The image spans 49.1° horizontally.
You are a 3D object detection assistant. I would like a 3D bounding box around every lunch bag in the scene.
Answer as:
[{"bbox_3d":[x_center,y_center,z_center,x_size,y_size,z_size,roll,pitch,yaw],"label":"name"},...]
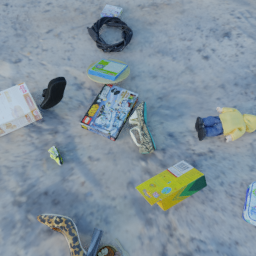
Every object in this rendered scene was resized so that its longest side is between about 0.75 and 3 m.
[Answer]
[{"bbox_3d":[4.355,2.501,9.077,1.124,0.577,1.399,18,61,9],"label":"lunch bag"}]

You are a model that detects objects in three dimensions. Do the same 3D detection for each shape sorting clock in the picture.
[{"bbox_3d":[-0.841,-2.436,11.994,1.854,0.364,1.854,1,41,-1],"label":"shape sorting clock"}]

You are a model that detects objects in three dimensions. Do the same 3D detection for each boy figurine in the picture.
[{"bbox_3d":[3.802,-0.184,10.563,2.418,0.779,1.504,-8,58,-6],"label":"boy figurine"}]

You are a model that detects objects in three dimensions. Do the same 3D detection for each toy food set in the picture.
[{"bbox_3d":[-0.605,3.911,8.444,1.133,0.227,0.782,-33,65,-18],"label":"toy food set"}]

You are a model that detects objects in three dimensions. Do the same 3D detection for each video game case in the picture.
[{"bbox_3d":[-0.834,-5.876,14.258,0.896,0.204,0.812,18,61,10],"label":"video game case"}]

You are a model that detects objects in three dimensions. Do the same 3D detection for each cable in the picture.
[{"bbox_3d":[-0.729,-4.398,13.249,1.907,0.594,2.338,-27,61,-21],"label":"cable"}]

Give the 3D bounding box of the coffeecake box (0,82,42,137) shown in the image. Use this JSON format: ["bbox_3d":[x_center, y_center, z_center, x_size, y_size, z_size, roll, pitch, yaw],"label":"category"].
[{"bbox_3d":[-4.597,-0.703,10.888,1.968,0.719,1.511,-26,63,-15],"label":"coffeecake box"}]

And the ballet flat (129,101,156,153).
[{"bbox_3d":[0.458,-0.047,10.545,0.821,0.740,2.181,-11,63,3],"label":"ballet flat"}]

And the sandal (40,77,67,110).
[{"bbox_3d":[-2.824,-1.370,10.539,0.818,2.177,0.521,-18,75,-35],"label":"sandal"}]

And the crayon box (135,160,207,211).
[{"bbox_3d":[1.376,1.895,9.113,1.973,0.501,1.252,-25,24,-14],"label":"crayon box"}]

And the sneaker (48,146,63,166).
[{"bbox_3d":[-2.608,1.046,10.126,0.332,0.327,0.868,-30,53,-9],"label":"sneaker"}]

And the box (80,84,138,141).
[{"bbox_3d":[-0.699,-0.684,11.043,1.492,0.435,2.179,22,62,13],"label":"box"}]

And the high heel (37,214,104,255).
[{"bbox_3d":[-1.969,3.510,8.368,2.182,0.779,1.555,16,61,7],"label":"high heel"}]
